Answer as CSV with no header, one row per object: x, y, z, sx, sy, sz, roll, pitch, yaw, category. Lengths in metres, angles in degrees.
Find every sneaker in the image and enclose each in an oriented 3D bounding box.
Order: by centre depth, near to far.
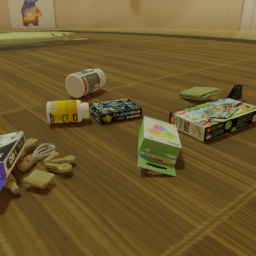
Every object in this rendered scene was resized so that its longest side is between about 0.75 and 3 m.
4.391,-1.421,11.825,1.315,0.699,0.492,-22,32,-40,sneaker

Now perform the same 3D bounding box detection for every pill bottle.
-2.098,-0.585,9.868,1.418,0.774,0.774,-4,24,-6,pill bottle
-1.905,-2.135,12.963,1.079,1.079,1.863,14,27,28,pill bottle

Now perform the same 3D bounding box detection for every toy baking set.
-2.457,0.917,7.199,1.848,0.280,2.408,-19,30,-41,toy baking set

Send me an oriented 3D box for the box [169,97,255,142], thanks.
3.046,-0.386,9.743,2.927,0.508,1.611,-16,29,-31,box

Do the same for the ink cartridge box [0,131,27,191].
-3.719,0.904,6.504,2.187,0.479,2.208,-11,26,0,ink cartridge box

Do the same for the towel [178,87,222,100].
3.088,-1.496,12.118,1.217,0.299,1.640,-21,20,-27,towel

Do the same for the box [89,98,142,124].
-0.486,-0.672,10.532,1.671,0.384,1.328,-11,26,-22,box

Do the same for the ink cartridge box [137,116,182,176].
0.830,0.417,7.583,1.020,0.582,1.964,16,25,-3,ink cartridge box
